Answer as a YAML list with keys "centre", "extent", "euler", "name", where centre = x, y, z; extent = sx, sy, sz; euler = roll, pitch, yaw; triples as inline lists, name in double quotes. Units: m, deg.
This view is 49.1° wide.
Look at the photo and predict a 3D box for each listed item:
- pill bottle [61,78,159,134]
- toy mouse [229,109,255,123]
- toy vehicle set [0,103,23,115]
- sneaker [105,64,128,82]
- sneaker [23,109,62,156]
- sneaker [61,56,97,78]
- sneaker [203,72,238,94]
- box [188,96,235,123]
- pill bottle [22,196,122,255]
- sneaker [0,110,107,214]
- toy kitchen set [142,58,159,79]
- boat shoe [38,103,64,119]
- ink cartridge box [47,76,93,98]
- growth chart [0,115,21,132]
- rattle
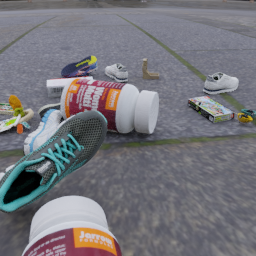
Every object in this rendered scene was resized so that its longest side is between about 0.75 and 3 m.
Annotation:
- centre: [-0.566, -0.707, 9.285]
  extent: [2.959, 1.621, 1.621]
  euler: [9, 30, 16]
  name: "pill bottle"
- centre: [4.510, -0.355, 10.015]
  extent: [1.273, 0.277, 1.433]
  euler: [-13, 33, -33]
  name: "toy mouse"
- centre: [-4.733, -0.745, 10.890]
  extent: [1.058, 0.140, 0.657]
  euler: [6, 29, 11]
  name: "toy vehicle set"
- centre: [-0.572, -2.944, 14.265]
  extent: [0.735, 0.774, 1.923]
  euler: [-19, 32, -27]
  name: "sneaker"
- centre: [-2.313, 0.208, 8.634]
  extent: [0.951, 0.823, 2.195]
  euler: [9, 38, 3]
  name: "sneaker"
- centre: [-2.473, -2.990, 14.494]
  extent: [1.993, 0.820, 0.737]
  euler: [-20, 60, -1]
  name: "sneaker"
- centre: [4.318, -2.110, 12.682]
  extent: [2.068, 0.832, 0.790]
  euler: [-17, 31, -31]
  name: "sneaker"
- centre: [3.139, -0.744, 10.723]
  extent: [0.931, 0.294, 1.691]
  euler: [-11, 30, -19]
  name: "box"
- centre: [-0.730, 2.315, 3.825]
  extent: [1.538, 1.538, 2.693]
  euler: [-7, 30, -12]
  name: "pill bottle"
- centre: [-1.556, 0.747, 5.870]
  extent: [2.961, 1.149, 1.351]
  euler: [-43, 10, -8]
  name: "sneaker"
- centre: [1.171, -3.081, 14.304]
  extent: [0.856, 0.949, 0.774]
  euler: [2, 30, 5]
  name: "toy kitchen set"
- centre: [-2.433, -0.604, 10.352]
  extent: [1.774, 0.637, 0.600]
  euler: [-23, 73, -47]
  name: "boat shoe"
- centre: [-2.700, -2.182, 13.070]
  extent: [2.039, 0.716, 2.508]
  euler: [-7, 34, -12]
  name: "ink cartridge box"
- centre: [-4.251, -0.077, 9.469]
  extent: [1.238, 0.110, 0.896]
  euler: [-20, 31, -6]
  name: "growth chart"
- centre: [-3.763, -0.502, 9.651]
  extent: [0.843, 0.925, 1.295]
  euler: [-3, 28, -4]
  name: "rattle"
